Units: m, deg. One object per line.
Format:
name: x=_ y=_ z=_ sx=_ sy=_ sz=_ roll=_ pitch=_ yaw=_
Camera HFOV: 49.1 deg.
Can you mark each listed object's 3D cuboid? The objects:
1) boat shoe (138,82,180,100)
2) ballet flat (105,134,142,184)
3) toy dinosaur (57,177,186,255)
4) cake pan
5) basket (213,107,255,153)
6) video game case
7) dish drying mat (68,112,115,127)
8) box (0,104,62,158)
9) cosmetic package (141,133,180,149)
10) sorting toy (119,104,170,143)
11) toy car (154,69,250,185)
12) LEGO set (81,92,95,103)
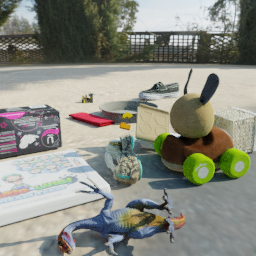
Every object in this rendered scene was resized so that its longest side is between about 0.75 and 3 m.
boat shoe: x=1.913 y=-2.357 z=17.322 sx=2.932 sy=1.040 sz=1.057 roll=-10 pitch=19 yaw=-30
ballet flat: x=-0.179 y=0.703 z=7.516 sx=0.889 sy=0.801 sz=2.361 roll=6 pitch=19 yaw=-6
toy dinosaur: x=-0.145 y=1.738 z=4.735 sx=1.868 sy=2.059 sz=1.081 roll=-20 pitch=46 yaw=18
cake pan: x=0.054 y=-0.785 z=12.995 sx=2.799 sy=0.513 sz=2.799 roll=0 pitch=16 yaw=0
basket: x=3.314 y=0.099 z=8.894 sx=1.005 sy=1.249 sz=1.238 roll=-11 pitch=19 yaw=-16
video game case: x=-2.215 y=1.246 z=6.520 sx=2.819 sy=0.334 sz=2.566 roll=-9 pitch=19 yaw=-27
dish drying mat: x=-1.623 y=-0.394 z=12.268 sx=0.872 sy=0.207 sz=2.271 roll=-15 pitch=21 yaw=-43
box: x=-3.408 y=0.055 z=8.901 sx=2.205 sy=1.265 sz=1.457 roll=-8 pitch=17 yaw=-30
cosmetic package: x=1.166 y=0.430 z=9.289 sx=1.278 sy=0.330 sz=0.964 roll=6 pitch=20 yaw=19
sorting toy: x=0.540 y=-0.147 z=8.744 sx=1.630 sy=1.214 sz=0.218 roll=14 pitch=-29 yaw=-14
toy car: x=1.899 y=-0.206 z=7.395 sx=2.054 sy=2.604 sz=2.139 roll=-6 pitch=18 yaw=-19
LEGO set: x=-2.355 y=-1.836 z=16.343 sx=0.810 sy=0.610 sz=1.053 roll=1 pitch=17 yaw=2
